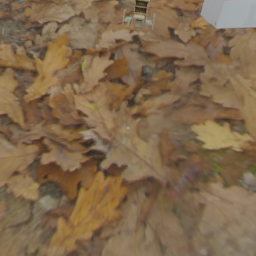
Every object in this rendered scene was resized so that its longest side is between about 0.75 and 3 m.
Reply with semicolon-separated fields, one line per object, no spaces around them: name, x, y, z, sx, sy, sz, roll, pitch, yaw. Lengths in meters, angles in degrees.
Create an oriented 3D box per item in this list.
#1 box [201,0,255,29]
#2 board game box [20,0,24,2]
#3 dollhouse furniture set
box;2.922;-3.239;7.562;1.523;0.743;0.948;-7;44;-15
board game box;-2.044;-3.043;5.376;0.758;0.997;0.224;-22;56;9
dollhouse furniture set;0.315;-3.032;7.373;0.809;0.613;0.923;8;29;1
